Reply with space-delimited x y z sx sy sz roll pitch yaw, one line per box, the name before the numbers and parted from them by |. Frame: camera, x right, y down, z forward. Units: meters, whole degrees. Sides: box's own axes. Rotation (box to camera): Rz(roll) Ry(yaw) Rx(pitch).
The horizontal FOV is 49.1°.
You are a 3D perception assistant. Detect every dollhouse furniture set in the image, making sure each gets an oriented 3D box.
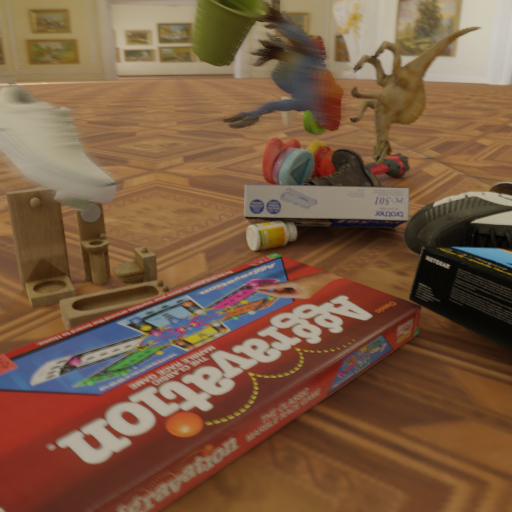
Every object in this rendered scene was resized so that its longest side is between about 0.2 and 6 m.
dollhouse furniture set | -2.356 -0.040 7.973 1.828 1.566 1.922 -11 25 -26

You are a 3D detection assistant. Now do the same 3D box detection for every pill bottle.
pill bottle | 0.294 -0.385 10.291 0.857 0.484 0.484 -11 25 -24

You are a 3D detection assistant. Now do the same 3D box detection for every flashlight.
flashlight | 3.247 -2.216 14.733 1.904 0.647 0.645 -23 19 -37

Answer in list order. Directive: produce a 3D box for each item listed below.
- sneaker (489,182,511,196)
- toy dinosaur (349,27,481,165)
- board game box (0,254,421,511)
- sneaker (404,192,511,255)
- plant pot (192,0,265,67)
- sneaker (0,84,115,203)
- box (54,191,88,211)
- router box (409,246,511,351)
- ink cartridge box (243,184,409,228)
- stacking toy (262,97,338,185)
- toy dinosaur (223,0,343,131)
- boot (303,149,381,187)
sneaker | 5.707 -0.930 11.565 0.915 0.787 2.162 16 14 -24
toy dinosaur | 2.542 -3.099 9.976 1.483 2.934 0.854 31 5 -20
board game box | -0.625 1.166 6.436 2.668 0.504 5.182 22 30 40
sneaker | 4.296 -0.203 8.809 3.763 1.251 1.703 6 20 9
plant pot | -0.406 -2.676 6.546 0.813 0.772 0.813 14 43 -14
sneaker | -2.353 -1.321 6.327 2.136 0.756 0.780 33 17 23
box | -2.204 -0.868 6.903 0.357 0.414 0.416 27 50 -25
router box | 3.788 0.717 6.534 2.359 0.808 3.163 1 18 -36
ink cartridge box | 1.304 -0.934 10.778 2.977 0.658 1.399 1 -2 4
stacking toy | 1.467 -2.725 13.798 1.113 2.385 2.635 31 34 32
toy dinosaur | 0.674 -2.253 6.683 2.321 1.219 2.106 -17 55 -31
boot | 1.825 -1.813 13.129 1.719 0.684 1.974 -12 46 -26
